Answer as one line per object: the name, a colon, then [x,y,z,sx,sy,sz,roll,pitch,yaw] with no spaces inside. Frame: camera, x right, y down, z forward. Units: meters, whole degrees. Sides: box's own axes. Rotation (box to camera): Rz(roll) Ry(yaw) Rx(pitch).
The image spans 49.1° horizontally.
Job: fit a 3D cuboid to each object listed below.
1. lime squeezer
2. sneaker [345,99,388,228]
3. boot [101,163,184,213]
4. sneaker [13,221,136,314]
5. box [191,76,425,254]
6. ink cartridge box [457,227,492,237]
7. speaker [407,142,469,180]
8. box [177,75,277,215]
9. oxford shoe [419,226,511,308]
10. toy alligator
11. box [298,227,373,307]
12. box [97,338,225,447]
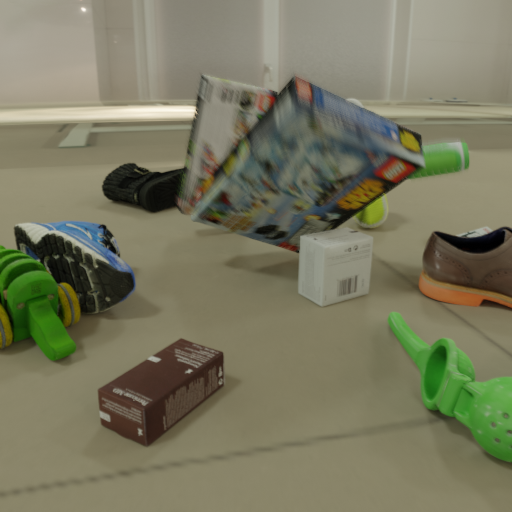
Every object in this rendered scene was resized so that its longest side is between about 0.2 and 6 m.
lime squeezer: [2.303,1.255,5.480,1.415,0.756,4.007,-11,22,-29]
sneaker: [2.117,-1.930,11.689,1.000,2.640,1.387,-9,13,15]
boot: [-2.362,-1.815,13.802,1.814,0.913,2.427,18,27,41]
sneaker: [-2.577,-0.049,8.499,1.323,1.166,2.968,-19,26,-36]
box: [0.619,-1.130,8.396,2.131,0.621,3.113,17,-30,-25]
ink cartridge box: [3.506,-0.097,9.107,0.890,0.370,0.653,-17,24,-1]
speaker: [3.027,-1.642,9.710,1.197,0.529,0.529,-7,18,12]
box: [-0.587,-2.013,10.843,1.437,2.611,0.453,6,20,-24]
oxford shoe: [3.815,0.178,7.910,2.843,1.036,1.014,3,25,12]
toy alligator: [-3.448,0.318,7.632,1.118,1.023,3.771,-16,25,-39]
box: [1.161,0.144,8.262,0.926,0.931,0.608,-12,23,-30]
box: [-0.922,1.329,5.665,0.620,0.464,1.238,12,25,30]
